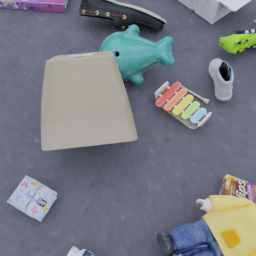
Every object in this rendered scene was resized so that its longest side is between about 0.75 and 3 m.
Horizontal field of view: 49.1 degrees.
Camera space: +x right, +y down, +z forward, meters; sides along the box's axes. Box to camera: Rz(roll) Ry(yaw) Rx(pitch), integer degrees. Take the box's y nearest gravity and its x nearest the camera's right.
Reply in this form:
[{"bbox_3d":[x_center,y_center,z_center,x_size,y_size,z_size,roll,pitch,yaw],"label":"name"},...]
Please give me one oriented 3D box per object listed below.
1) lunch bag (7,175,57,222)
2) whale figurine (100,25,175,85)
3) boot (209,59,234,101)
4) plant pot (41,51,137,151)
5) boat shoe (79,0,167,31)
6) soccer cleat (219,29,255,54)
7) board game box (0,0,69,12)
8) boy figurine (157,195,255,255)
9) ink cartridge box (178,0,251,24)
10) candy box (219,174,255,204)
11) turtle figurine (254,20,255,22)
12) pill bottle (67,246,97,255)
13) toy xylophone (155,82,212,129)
[{"bbox_3d":[-2.069,1.550,6.167,0.835,0.531,0.708,29,67,7],"label":"lunch bag"},{"bbox_3d":[0.196,-1.937,7.387,2.003,1.039,1.594,-1,97,15],"label":"whale figurine"},{"bbox_3d":[2.564,-1.533,7.559,0.583,0.758,1.586,-3,52,4],"label":"boot"},{"bbox_3d":[-0.917,-0.749,6.209,1.943,1.722,1.945,-6,20,-3],"label":"plant pot"},{"bbox_3d":[-0.164,-3.473,8.685,2.706,0.990,0.848,16,106,-4],"label":"boat shoe"},{"bbox_3d":[3.617,-2.671,8.243,1.977,0.668,0.801,-17,39,-18],"label":"soccer cleat"},{"bbox_3d":[-3.274,-4.690,9.569,2.630,0.425,1.579,6,58,3],"label":"board game box"},{"bbox_3d":[2.107,2.131,5.466,2.897,0.933,1.801,-20,64,1],"label":"boy figurine"},{"bbox_3d":[2.748,-4.461,9.125,1.558,0.897,2.690,-37,68,-18],"label":"ink cartridge box"},{"bbox_3d":[2.638,1.562,6.273,1.119,0.316,0.653,19,65,12],"label":"candy box"},{"bbox_3d":[5.168,-3.469,7.821,2.531,1.821,2.454,7,22,-40],"label":"turtle figurine"},{"bbox_3d":[-0.840,2.704,5.586,0.764,0.457,0.457,22,64,12],"label":"pill bottle"},{"bbox_3d":[1.487,-0.669,7.407,1.556,0.391,1.139,31,66,15],"label":"toy xylophone"}]
